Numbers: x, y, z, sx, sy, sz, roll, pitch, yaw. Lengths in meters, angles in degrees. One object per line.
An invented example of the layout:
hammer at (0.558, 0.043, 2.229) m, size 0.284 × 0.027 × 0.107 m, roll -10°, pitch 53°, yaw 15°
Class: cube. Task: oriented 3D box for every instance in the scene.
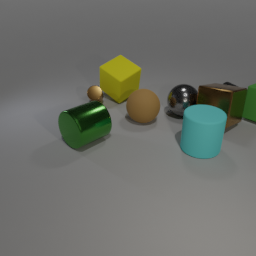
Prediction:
cube at (-0.384, -2.339, 13.325) m, size 1.400 × 1.400 × 1.400 m, roll 38°, pitch 58°, yaw 23°
cube at (3.658, -0.939, 11.092) m, size 1.400 × 1.400 × 1.400 m, roll 19°, pitch 24°, yaw 40°
cube at (5.800, -1.036, 11.562) m, size 1.400 × 1.400 × 1.400 m, roll -20°, pitch 33°, yaw -38°

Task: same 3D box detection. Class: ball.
ball at (0.625, -0.910, 11.515) m, size 1.400 × 1.400 × 1.400 m, roll 0°, pitch 29°, yaw 0°
ball at (2.373, -1.179, 11.996) m, size 1.400 × 1.400 × 1.400 m, roll 0°, pitch 29°, yaw 0°

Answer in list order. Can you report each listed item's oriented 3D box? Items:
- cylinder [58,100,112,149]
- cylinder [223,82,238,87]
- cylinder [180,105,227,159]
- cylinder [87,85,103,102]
cylinder at (-1.544, -0.141, 10.088) m, size 1.400 × 1.400 × 1.400 m, roll 26°, pitch 37°, yaw 37°
cylinder at (5.047, -1.847, 13.849) m, size 0.700 × 0.700 × 0.700 m, roll -11°, pitch 31°, yaw -19°
cylinder at (2.573, 0.105, 9.669) m, size 1.400 × 1.400 × 1.400 m, roll 0°, pitch 30°, yaw 0°
cylinder at (-1.512, -1.539, 12.977) m, size 0.700 × 0.700 × 0.700 m, roll 0°, pitch -9°, yaw -1°
